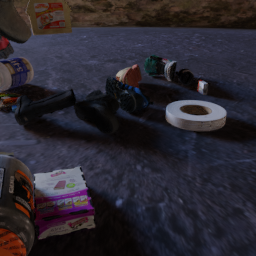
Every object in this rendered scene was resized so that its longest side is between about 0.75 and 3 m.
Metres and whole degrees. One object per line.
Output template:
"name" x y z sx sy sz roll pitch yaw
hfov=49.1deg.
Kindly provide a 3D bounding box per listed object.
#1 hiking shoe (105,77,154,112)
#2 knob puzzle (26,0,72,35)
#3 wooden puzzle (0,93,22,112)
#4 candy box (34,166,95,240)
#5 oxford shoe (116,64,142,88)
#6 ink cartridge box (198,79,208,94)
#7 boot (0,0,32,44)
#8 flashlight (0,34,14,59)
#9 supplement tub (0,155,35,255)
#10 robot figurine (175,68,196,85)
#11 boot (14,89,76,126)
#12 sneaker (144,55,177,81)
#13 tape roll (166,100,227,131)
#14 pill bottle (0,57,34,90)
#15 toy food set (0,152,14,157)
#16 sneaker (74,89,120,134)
"hiking shoe" -0.080 -1.266 10.764 1.044 0.896 2.408 -6 34 -30
"knob puzzle" -2.836 -4.179 9.995 1.758 1.758 0.244 -12 16 -25
"wooden puzzle" -4.794 -1.101 10.950 2.174 0.254 1.466 13 27 26
"candy box" -1.238 1.333 5.275 0.990 0.443 1.452 -7 25 -15
"oxford shoe" -0.067 -2.214 12.859 1.024 0.982 2.775 -12 16 17
"ink cartridge box" 3.217 -1.817 12.271 0.217 0.470 0.862 -4 24 -8
"boot" -2.001 -2.320 4.671 1.207 1.847 0.625 -23 51 17
"flashlight" -3.192 -2.308 6.272 0.548 1.613 0.546 -7 50 11
"supplement tub" -2.073 1.351 4.315 1.202 1.202 1.962 -7 26 -16
"robot figurine" 2.774 -2.463 13.480 0.696 0.838 1.116 -29 22 10
"boot" -2.707 -0.910 9.356 1.921 0.631 1.583 -23 38 2
"sneaker" 1.607 -3.077 14.215 1.625 1.126 2.692 9 17 8
"tape roll" 2.254 -0.451 9.351 2.004 0.366 2.004 0 25 0
"pill bottle" -5.458 -2.400 12.603 1.269 1.269 2.120 11 28 24
"toy food set" -3.421 0.844 6.728 1.228 0.193 0.780 1 23 -17
"sneaker" -0.778 -0.650 9.237 1.414 0.814 2.711 -23 29 -33
